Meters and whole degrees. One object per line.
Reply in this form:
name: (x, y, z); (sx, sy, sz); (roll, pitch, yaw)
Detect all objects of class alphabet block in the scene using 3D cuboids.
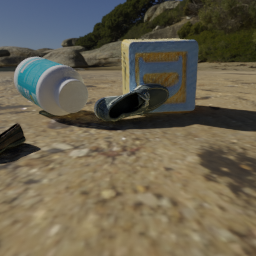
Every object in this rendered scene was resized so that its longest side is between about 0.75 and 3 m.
alphabet block: (1.005, -1.970, 10.042); (2.325, 2.337, 2.380); (-1, 19, -5)

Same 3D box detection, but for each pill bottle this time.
pill bottle: (-2.478, -1.356, 9.148); (1.584, 1.584, 2.859); (-11, 25, -39)

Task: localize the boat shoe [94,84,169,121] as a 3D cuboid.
boat shoe: (0.283, -0.722, 8.335); (2.534, 0.922, 0.783); (-16, 20, -25)

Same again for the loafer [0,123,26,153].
loafer: (-2.558, 0.238, 5.458); (0.485, 0.424, 1.349); (-2, 12, 19)
